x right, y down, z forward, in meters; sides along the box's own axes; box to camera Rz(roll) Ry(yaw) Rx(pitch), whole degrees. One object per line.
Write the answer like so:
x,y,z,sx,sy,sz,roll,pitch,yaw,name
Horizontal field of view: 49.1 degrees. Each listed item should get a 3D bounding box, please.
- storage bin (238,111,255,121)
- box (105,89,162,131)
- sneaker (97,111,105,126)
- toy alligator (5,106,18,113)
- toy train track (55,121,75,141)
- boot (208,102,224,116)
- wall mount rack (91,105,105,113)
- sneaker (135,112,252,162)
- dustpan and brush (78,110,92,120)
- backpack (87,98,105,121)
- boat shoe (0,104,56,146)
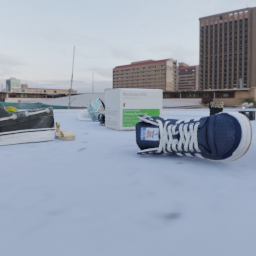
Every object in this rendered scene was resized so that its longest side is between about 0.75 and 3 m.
6.515,-0.679,15.321,0.734,0.509,1.086,4,7,34,storage bin
0.166,-0.677,9.922,1.627,1.400,1.635,-2,5,-22,box
-1.036,-0.415,11.895,0.873,0.564,1.610,-2,8,-40,sneaker
-4.135,-0.133,8.294,2.567,0.761,0.696,-2,-36,-13,toy alligator
-2.033,0.033,7.714,1.369,0.388,2.387,-3,6,-32,toy train track
2.960,-0.449,9.942,0.464,0.954,1.267,-2,5,-19,boot
-1.001,-0.758,11.137,0.941,0.351,0.818,3,5,12,wall mount rack
0.814,0.123,4.368,1.139,0.736,2.100,4,-3,-18,sneaker
-1.968,-0.919,16.463,1.894,0.777,2.713,-1,5,-8,dustpan and brush
-1.524,-0.889,14.144,0.983,1.159,1.306,-25,15,-9,backpack
-2.881,-0.123,5.973,2.852,0.974,1.053,-4,6,-37,boat shoe
